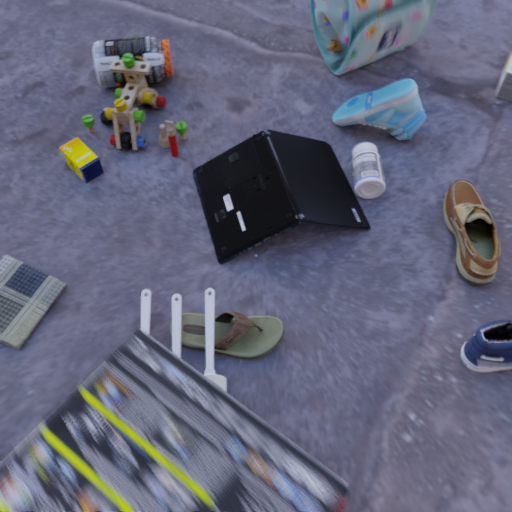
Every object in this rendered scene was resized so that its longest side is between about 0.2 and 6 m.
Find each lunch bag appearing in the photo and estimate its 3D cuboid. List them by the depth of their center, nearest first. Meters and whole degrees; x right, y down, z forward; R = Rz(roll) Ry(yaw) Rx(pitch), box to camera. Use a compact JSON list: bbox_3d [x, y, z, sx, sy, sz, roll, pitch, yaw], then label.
[{"bbox_3d":[2.437,-5.468,11.768,2.406,2.825,1.723,-29,38,-18],"label":"lunch bag"}]

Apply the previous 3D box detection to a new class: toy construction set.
[{"bbox_3d":[-2.238,-2.945,10.829,1.947,1.496,1.623,34,63,20],"label":"toy construction set"}]

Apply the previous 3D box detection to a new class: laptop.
[{"bbox_3d":[0.400,-1.072,10.407,2.549,1.316,2.259,-27,56,13],"label":"laptop"}]

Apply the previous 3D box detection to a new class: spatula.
[{"bbox_3d":[-1.170,1.483,8.468,1.422,0.164,2.046,-3,69,3],"label":"spatula"}]

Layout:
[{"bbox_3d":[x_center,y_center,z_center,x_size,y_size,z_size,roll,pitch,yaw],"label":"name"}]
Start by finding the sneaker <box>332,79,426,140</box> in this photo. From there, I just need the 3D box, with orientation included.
[{"bbox_3d":[2.504,-2.678,11.178,1.804,1.178,0.717,-10,44,39],"label":"sneaker"}]

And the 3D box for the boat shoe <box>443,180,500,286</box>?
[{"bbox_3d":[3.792,-0.523,9.654,0.785,0.767,2.076,-1,56,-1],"label":"boat shoe"}]

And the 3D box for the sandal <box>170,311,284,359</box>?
[{"bbox_3d":[-0.464,1.170,8.687,1.794,0.512,0.712,2,57,1],"label":"sandal"}]

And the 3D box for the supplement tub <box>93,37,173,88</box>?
[{"bbox_3d":[-2.600,-4.139,11.938,1.566,0.960,0.960,-7,57,-5],"label":"supplement tub"}]

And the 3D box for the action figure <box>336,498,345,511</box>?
[{"bbox_3d":[-0.339,3.407,7.090,2.874,0.743,0.940,4,52,-2],"label":"action figure"}]

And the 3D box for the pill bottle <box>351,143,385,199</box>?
[{"bbox_3d":[2.084,-1.612,10.502,0.562,0.562,0.988,0,56,0],"label":"pill bottle"}]

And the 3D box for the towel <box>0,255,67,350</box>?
[{"bbox_3d":[-4.011,0.755,9.181,1.325,0.238,1.377,23,57,11],"label":"towel"}]

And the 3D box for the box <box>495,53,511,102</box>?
[{"bbox_3d":[5.709,-3.943,11.984,0.729,0.656,1.295,23,59,13],"label":"box"}]

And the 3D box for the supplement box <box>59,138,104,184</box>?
[{"bbox_3d":[-3.344,-1.826,10.730,0.419,0.416,0.765,-38,64,-22],"label":"supplement box"}]

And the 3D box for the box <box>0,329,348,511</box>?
[{"bbox_3d":[-1.085,2.844,6.608,3.419,0.757,2.739,31,59,20],"label":"box"}]

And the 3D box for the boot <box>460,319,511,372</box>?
[{"bbox_3d":[4.105,1.292,8.397,1.904,0.860,0.692,-9,57,-6],"label":"boot"}]
